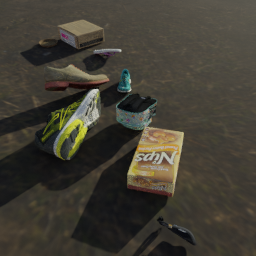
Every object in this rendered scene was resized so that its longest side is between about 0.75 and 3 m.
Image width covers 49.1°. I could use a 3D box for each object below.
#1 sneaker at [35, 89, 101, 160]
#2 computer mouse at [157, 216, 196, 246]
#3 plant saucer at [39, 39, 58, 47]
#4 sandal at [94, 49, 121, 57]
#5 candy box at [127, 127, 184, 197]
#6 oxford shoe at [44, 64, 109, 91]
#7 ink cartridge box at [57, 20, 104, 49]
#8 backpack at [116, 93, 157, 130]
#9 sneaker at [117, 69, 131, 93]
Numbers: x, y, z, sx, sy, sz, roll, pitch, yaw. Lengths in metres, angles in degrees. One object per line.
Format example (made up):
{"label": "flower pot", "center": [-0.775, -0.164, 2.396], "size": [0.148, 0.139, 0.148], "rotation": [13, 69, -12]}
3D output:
{"label": "sneaker", "center": [-1.696, -0.338, 8.263], "size": [1.219, 1.072, 2.880], "rotation": [11, 40, 14]}
{"label": "computer mouse", "center": [0.985, 2.015, 5.614], "size": [0.882, 0.619, 0.203], "rotation": [24, 72, 30]}
{"label": "plant saucer", "center": [-3.950, -4.220, 13.910], "size": [0.918, 0.135, 0.918], "rotation": [-1, 39, 0]}
{"label": "sandal", "center": [-0.913, -3.409, 12.763], "size": [1.391, 0.342, 0.566], "rotation": [6, 22, 28]}
{"label": "candy box", "center": [0.759, 0.792, 7.252], "size": [1.114, 0.534, 1.930], "rotation": [8, 38, 13]}
{"label": "oxford shoe", "center": [-1.779, -1.855, 9.945], "size": [2.409, 0.901, 0.849], "rotation": [-8, -3, -34]}
{"label": "ink cartridge box", "center": [-2.372, -4.734, 14.077], "size": [1.578, 0.719, 1.915], "rotation": [-28, 46, -29]}
{"label": "backpack", "center": [0.210, -0.467, 8.526], "size": [1.052, 0.917, 1.197], "rotation": [19, 28, 23]}
{"label": "sneaker", "center": [-0.143, -1.747, 10.481], "size": [0.510, 0.524, 1.316], "rotation": [-1, 39, -1]}
